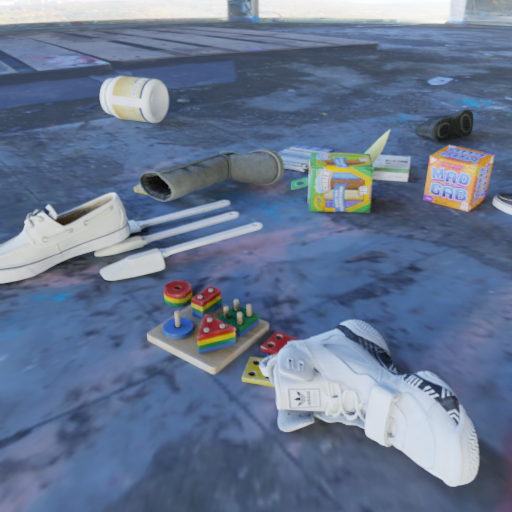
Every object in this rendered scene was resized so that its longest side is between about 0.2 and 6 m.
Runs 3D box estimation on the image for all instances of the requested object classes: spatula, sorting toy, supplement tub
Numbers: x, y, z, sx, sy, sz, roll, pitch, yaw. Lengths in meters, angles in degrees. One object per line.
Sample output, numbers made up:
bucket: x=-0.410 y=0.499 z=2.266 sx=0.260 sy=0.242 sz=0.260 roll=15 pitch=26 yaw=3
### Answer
spatula: x=-1.451 y=-0.364 z=9.837 sx=2.884 sy=0.232 sz=2.005 roll=-16 pitch=27 yaw=-23
sorting toy: x=-0.561 y=0.902 z=7.314 sx=2.427 sy=0.410 sz=1.170 roll=20 pitch=35 yaw=32
supplement tub: x=-3.632 y=-4.682 z=16.713 sx=1.739 sy=1.255 sz=1.255 roll=13 pitch=31 yaw=22

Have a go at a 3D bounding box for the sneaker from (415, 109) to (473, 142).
sneaker: x=5.183 y=-3.610 z=15.359 sx=2.007 sy=0.762 sz=0.911 roll=-15 pitch=22 yaw=-33

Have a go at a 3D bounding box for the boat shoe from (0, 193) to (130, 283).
boat shoe: x=-3.329 y=-0.378 z=9.023 sx=2.589 sy=0.904 sz=0.918 roll=-21 pitch=32 yaw=-23

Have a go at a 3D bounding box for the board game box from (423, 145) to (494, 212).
board game box: x=4.081 y=-1.583 z=11.311 sx=0.954 sy=0.955 sz=0.955 roll=22 pitch=35 yaw=34

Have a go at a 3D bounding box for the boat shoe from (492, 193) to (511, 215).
boat shoe: x=5.410 y=-1.005 z=10.656 sx=0.599 sy=0.568 sz=1.713 roll=-24 pitch=37 yaw=-37

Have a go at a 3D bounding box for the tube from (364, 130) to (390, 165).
tube: x=2.587 y=-2.256 z=12.558 sx=1.343 sy=0.349 sz=0.390 roll=-49 pitch=28 yaw=-21

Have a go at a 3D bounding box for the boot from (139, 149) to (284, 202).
boot: x=-0.893 y=-1.679 z=11.543 sx=2.126 sy=0.848 sz=2.338 roll=7 pitch=17 yaw=42

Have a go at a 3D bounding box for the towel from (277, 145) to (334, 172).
towel: x=1.068 y=-2.393 z=13.631 sx=1.184 sy=0.192 sz=1.613 roll=16 pitch=30 yaw=31

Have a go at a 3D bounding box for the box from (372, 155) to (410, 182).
box: x=3.080 y=-2.038 z=12.931 sx=0.893 sy=0.225 sz=1.238 roll=7 pitch=28 yaw=15

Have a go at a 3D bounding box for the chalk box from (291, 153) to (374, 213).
chalk box: x=1.478 y=-1.477 z=11.118 sx=1.549 sy=0.960 sz=0.967 roll=2 pitch=28 yaw=3

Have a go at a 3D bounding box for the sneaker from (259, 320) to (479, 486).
sneaker: x=0.999 y=1.527 z=5.688 sx=1.393 sy=0.910 sz=2.423 roll=-11 pitch=25 yaw=-18

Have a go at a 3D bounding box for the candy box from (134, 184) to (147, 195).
candy box: x=-2.147 y=-1.565 z=12.144 sx=0.526 sy=0.136 sz=1.029 roll=11 pitch=30 yaw=19
